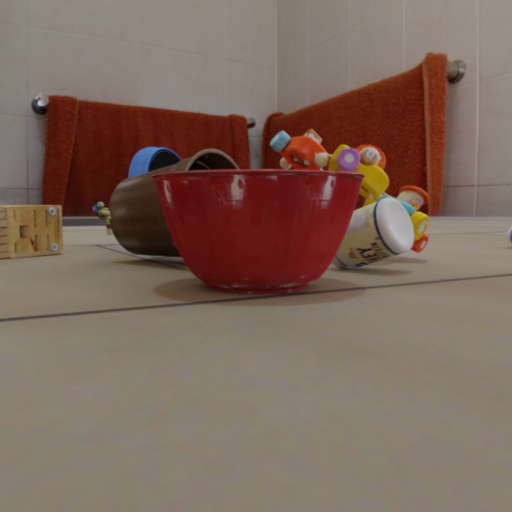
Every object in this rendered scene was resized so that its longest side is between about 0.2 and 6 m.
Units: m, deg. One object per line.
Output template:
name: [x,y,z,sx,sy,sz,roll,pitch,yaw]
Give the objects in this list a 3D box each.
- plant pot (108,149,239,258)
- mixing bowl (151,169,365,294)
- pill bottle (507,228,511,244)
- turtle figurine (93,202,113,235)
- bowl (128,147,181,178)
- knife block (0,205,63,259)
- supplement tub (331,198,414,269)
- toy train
plant pot: [-1.331,-0.744,9.305,1.813,1.831,1.831,-2,3,34]
mixing bowl: [0.013,-0.288,6.474,2.413,1.307,2.413,0,5,0]
pill bottle: [5.861,-0.429,12.182,0.562,0.562,1.002,0,5,0]
turtle figurine: [-3.353,-0.930,13.120,0.804,0.779,0.579,-20,16,-21]
bowl: [-1.892,-1.280,11.793,0.410,2.089,2.089,-9,1,23]
knife block: [-5.516,-0.477,10.393,2.607,0.950,2.970,6,8,37]
supplement tub: [1.599,-0.291,8.092,1.116,0.809,0.809,-22,-11,42]
toy train: [1.801,-1.293,9.862,3.112,0.866,2.338,40,-8,-16]
